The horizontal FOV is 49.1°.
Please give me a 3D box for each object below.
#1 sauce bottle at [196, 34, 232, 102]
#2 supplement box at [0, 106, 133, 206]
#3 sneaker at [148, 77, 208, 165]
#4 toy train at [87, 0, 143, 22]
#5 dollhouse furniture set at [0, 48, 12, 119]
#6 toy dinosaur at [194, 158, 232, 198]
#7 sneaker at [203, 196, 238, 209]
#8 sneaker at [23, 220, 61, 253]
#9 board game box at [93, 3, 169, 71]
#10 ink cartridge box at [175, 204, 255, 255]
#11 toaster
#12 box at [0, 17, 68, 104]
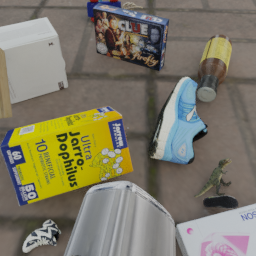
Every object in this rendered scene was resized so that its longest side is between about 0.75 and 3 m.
[{"bbox_3d":[2.753,-1.955,9.075,0.924,0.924,2.857,16,51,14],"label":"sauce bottle"},{"bbox_3d":[-1.309,0.507,6.219,2.446,1.331,1.339,-16,17,-13],"label":"supplement box"},{"bbox_3d":[1.498,-0.170,7.574,1.294,1.128,2.877,24,55,-2],"label":"sneaker"},{"bbox_3d":[-0.563,-5.254,12.114,2.316,0.980,1.340,-2,35,-2],"label":"toy train"},{"bbox_3d":[-3.929,-0.980,6.124,2.096,1.708,1.993,-5,5,-11],"label":"dollhouse furniture set"},{"bbox_3d":[2.085,1.270,6.511,0.537,0.289,1.218,40,81,2],"label":"toy dinosaur"},{"bbox_3d":[2.018,1.605,6.113,0.753,0.312,0.270,-4,76,28],"label":"sneaker"},{"bbox_3d":[-1.687,2.275,5.647,0.503,0.309,0.773,24,42,31],"label":"sneaker"},{"bbox_3d":[0.058,-3.087,9.539,2.541,1.722,0.440,20,50,18],"label":"board game box"},{"bbox_3d":[2.214,2.600,5.273,2.060,0.454,2.098,-11,48,-10],"label":"ink cartridge box"},{"bbox_3d":[-0.086,1.914,4.673,1.312,2.309,1.492,-19,42,32],"label":"toaster"},{"bbox_3d":[-2.994,-2.026,8.467,1.896,1.886,1.239,-20,51,-17],"label":"box"}]
